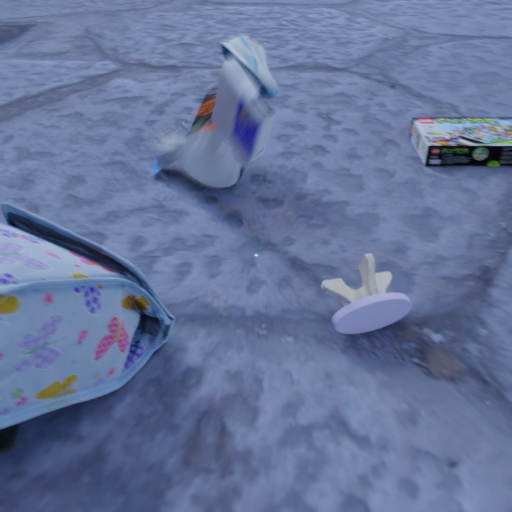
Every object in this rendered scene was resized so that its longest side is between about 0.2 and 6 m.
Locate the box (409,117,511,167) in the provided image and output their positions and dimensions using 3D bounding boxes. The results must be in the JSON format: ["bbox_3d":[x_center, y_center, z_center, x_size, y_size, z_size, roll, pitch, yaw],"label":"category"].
[{"bbox_3d":[4.937,-2.490,12.155,2.878,0.500,1.584,0,35,0],"label":"box"}]

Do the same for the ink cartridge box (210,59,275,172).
[{"bbox_3d":[-0.240,-2.163,8.746,0.271,1.248,1.236,-23,67,-26],"label":"ink cartridge box"}]

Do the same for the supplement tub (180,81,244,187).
[{"bbox_3d":[-0.596,-2.423,10.732,1.224,1.224,1.999,9,60,13],"label":"supplement tub"}]

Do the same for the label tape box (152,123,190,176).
[{"bbox_3d":[-1.770,-2.138,11.194,1.009,0.319,0.728,-29,37,18],"label":"label tape box"}]

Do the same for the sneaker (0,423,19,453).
[{"bbox_3d":[-3.532,1.998,5.588,1.013,0.733,2.074,27,40,33],"label":"sneaker"}]

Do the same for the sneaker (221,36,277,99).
[{"bbox_3d":[-0.025,-3.526,10.318,0.598,0.566,1.481,-33,70,-14],"label":"sneaker"}]

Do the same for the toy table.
[{"bbox_3d":[1.449,0.550,7.502,1.140,1.048,0.668,1,48,-29],"label":"toy table"}]

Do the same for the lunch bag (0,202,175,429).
[{"bbox_3d":[-2.711,0.491,6.529,2.488,1.865,2.934,21,8,26],"label":"lunch bag"}]
